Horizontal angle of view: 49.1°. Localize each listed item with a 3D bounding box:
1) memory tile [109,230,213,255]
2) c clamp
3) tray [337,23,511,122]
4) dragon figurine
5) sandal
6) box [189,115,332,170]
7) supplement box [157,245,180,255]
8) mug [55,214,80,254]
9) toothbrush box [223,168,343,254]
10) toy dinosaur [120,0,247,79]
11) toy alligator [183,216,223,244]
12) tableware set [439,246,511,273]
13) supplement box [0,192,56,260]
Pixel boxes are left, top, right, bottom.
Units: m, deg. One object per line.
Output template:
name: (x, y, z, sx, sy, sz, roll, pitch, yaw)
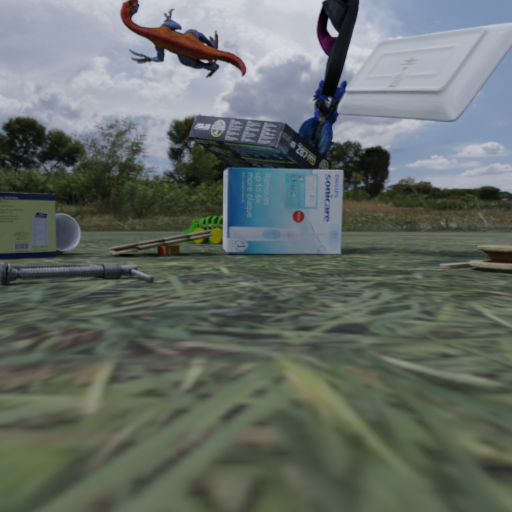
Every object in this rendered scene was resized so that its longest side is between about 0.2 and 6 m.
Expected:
memory tile: (-2.038, -0.273, 11.876, 2.104, 0.177, 1.612, -11, 2, -18)
c clamp: (-2.316, 0.168, 6.554, 1.850, 0.251, 1.580, -1, 3, -27)
tray: (2.843, -3.387, 10.184, 0.402, 1.948, 3.628, 36, -1, -28)
dragon figurine: (1.479, -2.933, 13.512, 0.836, 2.841, 1.412, 22, 26, 7)
sandal: (1.112, -3.266, 7.994, 0.539, 2.250, 0.846, 15, -30, 0)
box: (0.098, -2.531, 13.506, 2.784, 0.684, 2.244, 15, -5, 39)
supplement box: (-1.882, -0.122, 12.062, 0.208, 0.215, 0.625, 0, 5, 22)
mug: (-4.504, -0.453, 12.006, 0.973, 0.819, 1.110, -11, -17, 43)
toothbrush box: (0.556, -0.973, 12.277, 2.513, 1.840, 1.072, 1, 6, -9)
toy dinosaur: (-1.391, -3.889, 9.794, 2.011, 1.056, 1.825, 16, 7, 41)
toy alligator: (-1.777, -0.879, 18.983, 3.412, 0.926, 1.012, 2, 4, 31)
tableware set: (4.298, -0.101, 8.378, 2.850, 0.571, 1.884, -3, 4, -39)
supplement box: (-4.648, -0.585, 10.860, 1.256, 1.255, 0.843, -3, 4, -43)
